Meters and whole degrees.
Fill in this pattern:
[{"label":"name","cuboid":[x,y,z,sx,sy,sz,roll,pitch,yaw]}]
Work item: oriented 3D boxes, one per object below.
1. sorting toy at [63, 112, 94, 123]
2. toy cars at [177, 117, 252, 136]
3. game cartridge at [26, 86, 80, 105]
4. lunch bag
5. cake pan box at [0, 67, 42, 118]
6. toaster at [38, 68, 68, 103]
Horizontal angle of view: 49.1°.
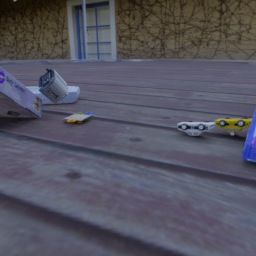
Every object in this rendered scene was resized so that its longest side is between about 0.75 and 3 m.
[{"label":"sorting toy","cuboid":[-1.420,-0.263,7.983,0.664,0.161,1.180,1,16,20]},{"label":"toy cars","cuboid":[2.078,0.009,6.684,1.774,0.393,0.795,-5,8,-4]},{"label":"game cartridge","cuboid":[-3.255,-1.294,10.940,2.634,0.538,1.753,-2,13,-5]},{"label":"lunch bag","cuboid":[3.450,0.075,5.329,2.021,1.263,2.685,12,29,28]},{"label":"cake pan box","cuboid":[-3.909,-0.928,7.430,2.344,0.666,2.546,1,-14,10]},{"label":"toaster","cuboid":[-2.308,-1.301,8.674,0.654,0.743,1.151,-34,39,9]}]
